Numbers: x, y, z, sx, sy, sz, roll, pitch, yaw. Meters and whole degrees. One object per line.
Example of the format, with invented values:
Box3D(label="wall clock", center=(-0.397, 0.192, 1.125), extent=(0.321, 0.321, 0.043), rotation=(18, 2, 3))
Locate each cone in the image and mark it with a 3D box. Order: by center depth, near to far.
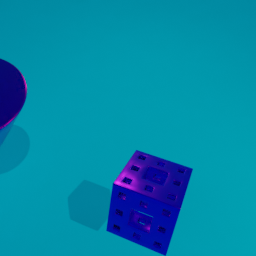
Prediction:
Box3D(label="cone", center=(-2.424, -0.038, 4.748), extent=(1.662, 1.669, 1.662), rotation=(3, 56, -5))

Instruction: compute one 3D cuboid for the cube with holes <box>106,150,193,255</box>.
Box3D(label="cube with holes", center=(0.258, 0.838, 3.283), extent=(0.728, 0.728, 0.728), rotation=(17, 31, 15))
